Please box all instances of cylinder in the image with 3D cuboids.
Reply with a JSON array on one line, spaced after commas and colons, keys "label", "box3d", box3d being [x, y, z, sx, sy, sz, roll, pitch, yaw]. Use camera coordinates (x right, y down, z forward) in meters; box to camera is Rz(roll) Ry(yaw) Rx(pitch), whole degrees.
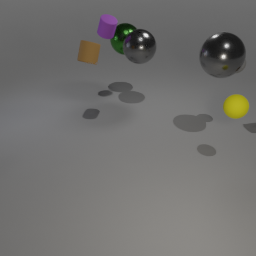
[{"label": "cylinder", "box3d": [-1.356, -2.616, 9.718, 0.700, 0.700, 0.700, 12, 12, -3]}, {"label": "cylinder", "box3d": [-0.841, -4.093, 11.323, 0.700, 0.700, 0.700, 11, 49, -13]}]

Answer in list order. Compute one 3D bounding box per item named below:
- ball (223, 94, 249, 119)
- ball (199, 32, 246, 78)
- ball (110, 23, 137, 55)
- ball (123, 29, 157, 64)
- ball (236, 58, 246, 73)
[{"label": "ball", "box3d": [3.100, -0.617, 8.046, 0.700, 0.700, 0.700, 0, 30, 0]}, {"label": "ball", "box3d": [2.968, -2.285, 8.843, 1.400, 1.400, 1.400, 0, 30, 0]}, {"label": "ball", "box3d": [-0.122, -4.074, 12.852, 1.400, 1.400, 1.400, 0, 30, 0]}, {"label": "ball", "box3d": [0.483, -3.374, 11.630, 1.400, 1.400, 1.400, 0, 30, 0]}, {"label": "ball", "box3d": [3.702, -2.235, 9.650, 0.700, 0.700, 0.700, 0, 30, 0]}]
